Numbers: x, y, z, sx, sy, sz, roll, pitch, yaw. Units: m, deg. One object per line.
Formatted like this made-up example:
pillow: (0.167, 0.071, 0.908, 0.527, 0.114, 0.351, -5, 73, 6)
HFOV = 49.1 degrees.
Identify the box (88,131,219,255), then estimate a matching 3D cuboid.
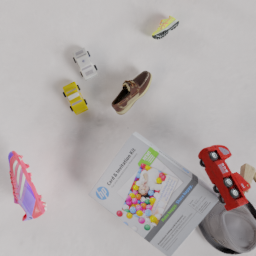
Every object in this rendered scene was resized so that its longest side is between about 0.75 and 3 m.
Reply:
box: (0.608, 1.649, 7.067, 2.594, 0.534, 2.022, 37, 102, 6)

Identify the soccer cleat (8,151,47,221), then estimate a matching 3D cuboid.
soccer cleat: (-2.618, 1.446, 6.897, 0.687, 0.600, 1.798, -24, 103, -13)

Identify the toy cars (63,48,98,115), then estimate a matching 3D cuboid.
toy cars: (-1.318, -1.309, 7.614, 0.842, 0.416, 1.879, 15, 86, 1)

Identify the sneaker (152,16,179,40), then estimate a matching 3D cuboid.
sneaker: (0.980, -2.803, 7.790, 0.870, 0.340, 0.393, -36, 78, -9)

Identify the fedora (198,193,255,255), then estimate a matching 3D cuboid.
fedora: (2.689, 2.480, 7.175, 1.560, 0.796, 1.764, -35, 87, -2)

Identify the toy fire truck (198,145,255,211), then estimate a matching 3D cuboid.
toy fire truck: (2.695, 1.256, 6.609, 1.442, 0.498, 2.044, -11, 65, -29)

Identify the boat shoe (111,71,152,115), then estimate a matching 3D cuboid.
boat shoe: (0.083, -1.024, 7.449, 1.425, 0.513, 0.514, -48, 48, -4)
